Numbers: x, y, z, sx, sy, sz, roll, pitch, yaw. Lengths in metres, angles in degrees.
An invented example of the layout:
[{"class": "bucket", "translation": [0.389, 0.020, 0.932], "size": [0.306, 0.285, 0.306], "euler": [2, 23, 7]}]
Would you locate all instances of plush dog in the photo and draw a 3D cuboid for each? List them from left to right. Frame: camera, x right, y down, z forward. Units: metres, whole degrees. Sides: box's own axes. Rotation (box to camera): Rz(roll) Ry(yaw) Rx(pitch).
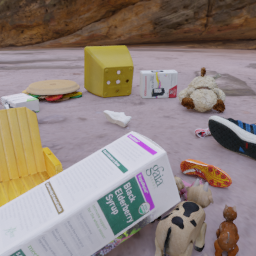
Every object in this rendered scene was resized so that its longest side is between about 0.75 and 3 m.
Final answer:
[{"class": "plush dog", "translation": [3.376, -1.478, 12.480], "size": [2.220, 1.781, 1.907], "euler": [3, 44, 7]}]

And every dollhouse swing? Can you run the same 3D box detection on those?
[{"class": "dollhouse swing", "translation": [-2.590, 0.641, 6.119], "size": [2.012, 1.768, 1.828], "euler": [-11, 23, -30]}]

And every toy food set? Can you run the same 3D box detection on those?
[{"class": "toy food set", "translation": [-3.947, -1.987, 14.779], "size": [2.864, 0.697, 2.835], "euler": [-16, 25, -37]}]

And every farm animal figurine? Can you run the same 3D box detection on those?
[{"class": "farm animal figurine", "translation": [0.939, 1.342, 5.142], "size": [1.773, 1.104, 2.196], "euler": [-7, 21, -18]}]

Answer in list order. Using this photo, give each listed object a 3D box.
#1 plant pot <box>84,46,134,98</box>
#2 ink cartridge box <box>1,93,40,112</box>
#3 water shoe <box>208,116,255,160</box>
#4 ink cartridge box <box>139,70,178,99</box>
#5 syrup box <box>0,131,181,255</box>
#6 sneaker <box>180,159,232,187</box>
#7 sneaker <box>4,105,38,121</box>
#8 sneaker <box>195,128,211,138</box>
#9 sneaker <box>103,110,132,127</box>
[{"class": "plant pot", "translation": [-0.912, -2.901, 15.194], "size": [2.464, 2.464, 2.174], "euler": [-8, 35, -21]}, {"class": "ink cartridge box", "translation": [-4.743, -1.045, 12.334], "size": [1.055, 0.609, 1.450], "euler": [-19, 28, -41]}, {"class": "water shoe", "translation": [3.580, 0.255, 8.258], "size": [1.012, 0.917, 2.564], "euler": [-30, 43, -27]}, {"class": "ink cartridge box", "translation": [1.575, -2.282, 14.635], "size": [1.855, 1.352, 0.768], "euler": [-3, 23, -6]}, {"class": "syrup box", "translation": [-0.576, 1.221, 4.396], "size": [2.650, 1.043, 1.079], "euler": [-29, 29, -16]}, {"class": "sneaker", "translation": [1.946, 1.044, 6.901], "size": [0.521, 0.493, 1.350], "euler": [-7, 22, -44]}, {"class": "sneaker", "translation": [-4.080, -0.444, 10.714], "size": [0.965, 0.688, 1.947], "euler": [-13, 29, -36]}, {"class": "sneaker", "translation": [2.694, 0.162, 9.562], "size": [0.759, 0.270, 0.427], "euler": [-5, 16, 8]}, {"class": "sneaker", "translation": [-0.391, -0.449, 10.780], "size": [1.232, 0.464, 0.545], "euler": [26, 60, 34]}]
